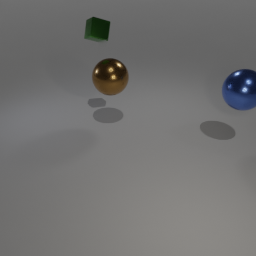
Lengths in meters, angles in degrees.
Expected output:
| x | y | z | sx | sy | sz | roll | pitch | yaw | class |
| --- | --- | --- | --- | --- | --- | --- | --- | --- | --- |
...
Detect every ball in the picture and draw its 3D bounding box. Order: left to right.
| x | y | z | sx | sy | sz | roll | pitch | yaw | class |
| --- | --- | --- | --- | --- | --- | --- | --- | --- | --- |
| -0.667 | -1.934 | 10.638 | 1.400 | 1.400 | 1.400 | 0 | 30 | 0 | ball |
| 3.903 | -1.286 | 9.464 | 1.400 | 1.400 | 1.400 | 0 | 30 | 0 | ball |

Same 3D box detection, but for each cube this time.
| x | y | z | sx | sy | sz | roll | pitch | yaw | class |
| --- | --- | --- | --- | --- | --- | --- | --- | --- | --- |
| -1.136 | -3.596 | 10.301 | 0.700 | 0.700 | 0.700 | 5 | 7 | -29 | cube |
